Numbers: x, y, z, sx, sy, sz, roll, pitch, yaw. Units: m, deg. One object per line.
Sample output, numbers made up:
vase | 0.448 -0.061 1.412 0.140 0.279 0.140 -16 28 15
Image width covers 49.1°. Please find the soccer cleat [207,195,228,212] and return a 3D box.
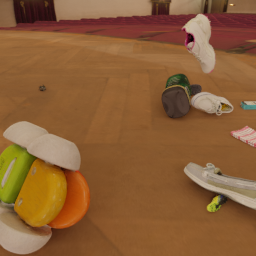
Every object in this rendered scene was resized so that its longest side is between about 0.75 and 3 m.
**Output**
soccer cleat | 2.317 1.995 7.419 0.751 0.243 0.314 -22 8 -32

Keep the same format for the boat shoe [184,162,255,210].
boat shoe | 2.656 1.412 7.590 2.386 0.765 0.879 22 7 41

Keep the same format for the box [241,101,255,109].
box | 6.097 -1.100 13.641 1.064 0.262 0.438 -1 26 -2

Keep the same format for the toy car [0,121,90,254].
toy car | -2.057 1.365 6.746 2.843 2.488 2.132 18 -7 41

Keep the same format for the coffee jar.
coffee jar | 2.322 -1.546 13.203 1.160 1.418 2.719 -15 20 20

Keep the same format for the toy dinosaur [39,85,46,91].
toy dinosaur | -4.913 -2.295 16.153 0.412 0.310 0.805 12 18 -7

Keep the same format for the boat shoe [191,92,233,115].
boat shoe | 3.915 -0.980 12.658 2.251 0.831 0.959 7 29 -32

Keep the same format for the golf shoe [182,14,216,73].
golf shoe | 2.987 -3.422 11.982 1.199 2.620 0.987 -30 32 -11

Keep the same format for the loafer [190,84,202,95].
loafer | 3.000 -2.102 15.377 2.071 0.744 0.652 -1 7 -17

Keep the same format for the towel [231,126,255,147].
towel | 4.783 0.338 10.777 0.976 0.199 1.333 -15 30 -27
